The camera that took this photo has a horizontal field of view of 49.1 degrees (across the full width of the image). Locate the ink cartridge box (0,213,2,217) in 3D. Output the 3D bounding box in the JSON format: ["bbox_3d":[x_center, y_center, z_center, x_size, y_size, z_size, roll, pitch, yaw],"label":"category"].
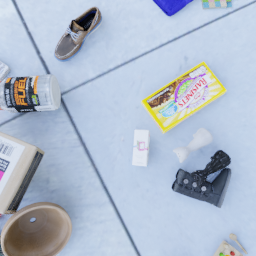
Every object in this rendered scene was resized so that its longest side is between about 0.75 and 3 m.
[{"bbox_3d":[-4.801,1.915,9.773,1.646,0.955,2.230,26,76,6],"label":"ink cartridge box"}]

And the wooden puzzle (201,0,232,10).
[{"bbox_3d":[3.716,-5.665,11.942,2.096,0.147,1.243,-5,77,-1],"label":"wooden puzzle"}]

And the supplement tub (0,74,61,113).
[{"bbox_3d":[-3.692,-1.241,10.293,2.173,1.332,1.332,-5,77,2],"label":"supplement tub"}]

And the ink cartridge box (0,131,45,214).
[{"bbox_3d":[-4.450,1.183,8.940,2.733,1.026,2.251,21,75,4],"label":"ink cartridge box"}]

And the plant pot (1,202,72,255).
[{"bbox_3d":[-3.028,3.261,9.197,2.184,1.008,2.184,-11,114,-26],"label":"plant pot"}]

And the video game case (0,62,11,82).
[{"bbox_3d":[-6.289,-1.922,11.008,2.288,0.289,2.511,30,79,6],"label":"video game case"}]

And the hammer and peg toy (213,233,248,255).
[{"bbox_3d":[3.496,4.311,9.476,0.949,0.455,1.290,38,80,8],"label":"hammer and peg toy"}]

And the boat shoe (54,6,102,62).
[{"bbox_3d":[-2.046,-3.786,11.038,0.944,0.946,2.613,36,83,2],"label":"boat shoe"}]

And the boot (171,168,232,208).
[{"bbox_3d":[2.626,1.850,10.026,1.809,0.594,1.491,19,76,9],"label":"boot"}]

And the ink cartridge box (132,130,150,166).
[{"bbox_3d":[0.482,0.714,9.929,0.526,0.898,1.242,4,81,7],"label":"ink cartridge box"}]

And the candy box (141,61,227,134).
[{"bbox_3d":[2.152,-1.205,10.788,2.986,0.394,1.526,-33,82,-7],"label":"candy box"}]

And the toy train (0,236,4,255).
[{"bbox_3d":[-4.799,4.449,9.289,1.165,0.871,2.045,-6,77,8],"label":"toy train"}]

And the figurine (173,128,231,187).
[{"bbox_3d":[2.550,1.031,9.909,1.598,0.705,1.638,-31,78,-24],"label":"figurine"}]

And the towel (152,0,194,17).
[{"bbox_3d":[2.031,-5.629,11.734,1.813,0.449,1.339,-38,77,-6],"label":"towel"}]
